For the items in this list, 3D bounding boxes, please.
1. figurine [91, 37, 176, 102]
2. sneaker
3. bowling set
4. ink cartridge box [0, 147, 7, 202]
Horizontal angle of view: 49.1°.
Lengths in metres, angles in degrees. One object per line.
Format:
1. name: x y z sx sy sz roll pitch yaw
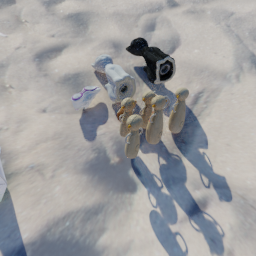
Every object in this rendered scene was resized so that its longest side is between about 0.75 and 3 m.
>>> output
1. figurine: 0.038 -2.253 9.988 2.471 1.064 2.411 -27 47 -8
2. sneaker: -1.392 -1.006 9.353 0.458 0.609 1.223 25 46 33
3. bowling set: 0.325 -0.471 8.092 1.891 1.459 2.717 26 35 32
4. ink cartridge box: -3.400 0.643 7.116 0.523 2.087 1.679 3 44 -42
